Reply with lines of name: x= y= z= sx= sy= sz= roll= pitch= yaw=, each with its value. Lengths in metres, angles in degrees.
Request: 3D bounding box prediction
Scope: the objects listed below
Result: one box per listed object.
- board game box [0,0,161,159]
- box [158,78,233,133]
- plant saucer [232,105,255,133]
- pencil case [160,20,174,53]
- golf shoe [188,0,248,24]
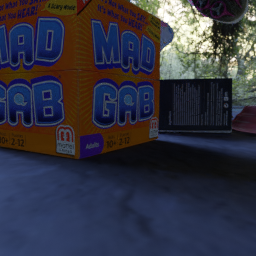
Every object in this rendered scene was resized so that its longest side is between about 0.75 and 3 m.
board game box: x=-1.070 y=-1.000 z=5.625 sx=2.589 sy=2.589 sz=2.591 roll=5 pitch=7 yaw=32
box: x=1.705 y=-0.688 z=8.423 sx=2.356 sy=1.485 sz=2.397 roll=-1 pitch=5 yaw=10
plant saucer: x=4.493 y=-0.284 z=7.968 sx=2.905 sy=0.736 sz=2.905 roll=1 pitch=6 yaw=0
pencil case: x=0.800 y=-2.932 z=10.184 sx=1.021 sy=0.936 sz=2.252 roll=3 pitch=-14 yaw=-17
golf shoe: x=1.937 y=-3.193 z=6.517 sx=1.291 sy=1.018 sz=2.804 roll=17 pitch=34 yaw=-40
